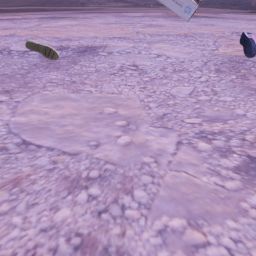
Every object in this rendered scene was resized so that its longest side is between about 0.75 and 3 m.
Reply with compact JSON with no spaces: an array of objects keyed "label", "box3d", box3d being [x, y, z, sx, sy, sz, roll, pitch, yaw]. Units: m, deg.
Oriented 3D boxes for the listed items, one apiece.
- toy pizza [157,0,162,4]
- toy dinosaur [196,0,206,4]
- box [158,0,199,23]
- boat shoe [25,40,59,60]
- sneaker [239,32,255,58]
[{"label":"toy pizza","box3d":[1.414,-5.224,10.005,1.601,1.601,0.254,16,39,28]},{"label":"toy dinosaur","box3d":[2.485,-4.821,9.466,0.849,1.617,1.467,32,22,0]},{"label":"box","box3d":[0.802,-4.439,8.559,2.832,0.583,2.208,31,28,-10]},{"label":"boat shoe","box3d":[-3.337,-3.130,11.079,1.338,0.500,0.458,24,26,-16]},{"label":"sneaker","box3d":[3.170,-2.100,7.054,0.479,0.410,1.168,10,43,1]}]
